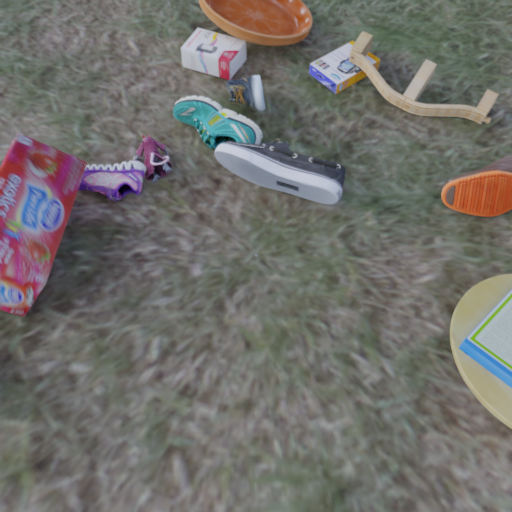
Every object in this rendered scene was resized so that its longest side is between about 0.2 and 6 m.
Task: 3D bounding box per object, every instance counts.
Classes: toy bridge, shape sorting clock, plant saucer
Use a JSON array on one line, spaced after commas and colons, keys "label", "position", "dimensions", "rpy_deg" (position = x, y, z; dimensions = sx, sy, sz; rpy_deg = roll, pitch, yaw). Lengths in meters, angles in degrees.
[{"label": "toy bridge", "position": [3.315, -3.470, 11.486], "dimensions": [3.195, 0.435, 1.074], "rpy_deg": [31, 76, 12]}, {"label": "shape sorting clock", "position": [4.362, 1.466, 8.203], "dimensions": [3.013, 0.591, 3.013], "rpy_deg": [0, 51, 1]}, {"label": "plant saucer", "position": [-0.017, -5.496, 12.619], "dimensions": [2.595, 0.419, 2.595], "rpy_deg": [9, 50, -11]}]

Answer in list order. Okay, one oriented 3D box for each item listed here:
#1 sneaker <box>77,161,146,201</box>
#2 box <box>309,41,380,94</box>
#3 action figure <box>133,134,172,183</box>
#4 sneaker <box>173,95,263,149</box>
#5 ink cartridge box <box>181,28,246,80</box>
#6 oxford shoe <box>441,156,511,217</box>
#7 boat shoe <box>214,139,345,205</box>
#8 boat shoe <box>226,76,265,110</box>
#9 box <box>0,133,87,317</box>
[{"label": "sneaker", "position": [-2.697, -1.299, 10.146], "dimensions": [1.432, 0.576, 0.633], "rpy_deg": [-7, 76, -1]}, {"label": "box", "position": [1.850, -4.062, 12.135], "dimensions": [1.470, 0.305, 0.875], "rpy_deg": [-34, 63, -18]}, {"label": "action figure", "position": [-1.983, -1.900, 10.449], "dimensions": [0.664, 0.738, 0.991], "rpy_deg": [-20, 72, -6]}, {"label": "sneaker", "position": [-0.832, -2.500, 10.846], "dimensions": [1.932, 0.749, 0.769], "rpy_deg": [25, 68, 16]}, {"label": "ink cartridge box", "position": [-0.918, -4.410, 12.223], "dimensions": [1.197, 0.512, 0.883], "rpy_deg": [20, 57, 12]}, {"label": "oxford shoe", "position": [4.387, -1.314, 10.090], "dimensions": [2.406, 0.858, 0.877], "rpy_deg": [-7, 35, -8]}, {"label": "boat shoe", "position": [0.472, -1.689, 10.092], "dimensions": [2.403, 0.840, 0.796], "rpy_deg": [19, 72, 11]}, {"label": "boat shoe", "position": [-0.213, -3.140, 10.907], "dimensions": [0.690, 0.538, 1.520], "rpy_deg": [-9, 26, 2]}, {"label": "box", "position": [-3.735, -0.505, 8.913], "dimensions": [1.208, 1.262, 2.531], "rpy_deg": [23, 52, -24]}]
